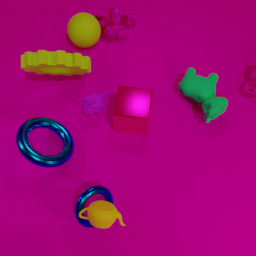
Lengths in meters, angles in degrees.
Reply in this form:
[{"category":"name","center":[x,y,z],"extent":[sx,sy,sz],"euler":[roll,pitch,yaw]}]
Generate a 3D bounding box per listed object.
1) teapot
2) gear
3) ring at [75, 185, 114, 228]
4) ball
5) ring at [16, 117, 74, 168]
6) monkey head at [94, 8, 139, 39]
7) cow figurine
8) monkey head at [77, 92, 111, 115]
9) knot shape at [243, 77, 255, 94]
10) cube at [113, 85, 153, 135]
[{"category":"teapot","center":[-0.606,2.177,6.904],"extent":[1.197,0.744,0.586],"euler":[11,101,-9]},{"category":"gear","center":[-2.207,-1.980,8.710],"extent":[2.061,2.061,0.381],"euler":[0,92,0]},{"category":"ring","center":[-0.864,2.045,7.283],"extent":[1.132,1.132,0.226],"euler":[-48,33,-21]},{"category":"ball","center":[-1.564,-3.476,9.978],"extent":[1.173,1.173,1.173],"euler":[0,63,0]},{"category":"ring","center":[-2.349,0.383,8.057],"extent":[1.686,0.337,1.686],"euler":[22,43,-22]},{"category":"monkey head","center":[-0.451,-3.947,10.166],"extent":[1.751,1.259,1.055],"euler":[-3,53,1]},{"category":"cow figurine","center":[2.321,-1.032,8.850],"extent":[1.660,0.911,1.634],"euler":[20,59,14]},{"category":"monkey head","center":[-1.074,-0.852,8.591],"extent":[1.106,0.795,0.666],"euler":[-11,54,6]},{"category":"knot shape","center":[4.748,-1.410,9.161],"extent":[1.508,0.745,1.612],"euler":[36,68,17]},{"category":"cube","center":[0.156,-0.525,8.541],"extent":[1.053,1.053,1.053],"euler":[8,63,4]}]
